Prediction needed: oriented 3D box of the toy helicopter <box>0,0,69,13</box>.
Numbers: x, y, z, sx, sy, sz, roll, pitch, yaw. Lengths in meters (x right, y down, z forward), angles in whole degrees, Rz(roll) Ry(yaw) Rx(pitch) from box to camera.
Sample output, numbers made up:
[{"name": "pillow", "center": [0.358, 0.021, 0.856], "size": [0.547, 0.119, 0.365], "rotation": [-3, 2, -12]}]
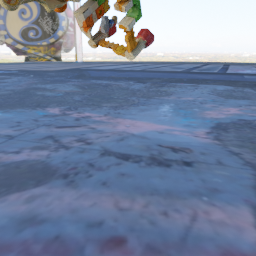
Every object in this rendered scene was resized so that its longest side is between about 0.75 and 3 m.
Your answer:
[{"name": "toy helicopter", "center": [-2.680, -3.972, 8.001], "size": [2.254, 1.491, 0.889], "rotation": [-40, 15, -36]}]

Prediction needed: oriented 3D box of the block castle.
[{"name": "block castle", "center": [-0.315, -2.800, 6.098], "size": [1.597, 2.390, 1.121], "rotation": [23, 62, 26]}]
